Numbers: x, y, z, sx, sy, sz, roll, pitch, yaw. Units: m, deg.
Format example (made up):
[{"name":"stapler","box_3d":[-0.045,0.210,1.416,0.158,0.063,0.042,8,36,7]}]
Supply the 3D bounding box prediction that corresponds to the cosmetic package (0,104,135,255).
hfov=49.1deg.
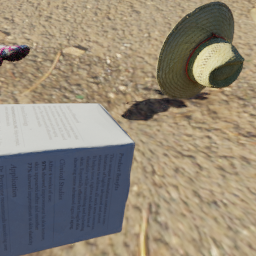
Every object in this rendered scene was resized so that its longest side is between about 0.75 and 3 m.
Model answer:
[{"name":"cosmetic package","box_3d":[-0.951,0.530,3.496,1.598,1.337,1.329,-3,26,-25]}]

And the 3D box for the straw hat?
[{"name":"straw hat","box_3d":[1.038,-0.773,3.370,1.363,1.363,0.577,-29,47,-22]}]

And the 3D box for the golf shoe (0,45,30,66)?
[{"name":"golf shoe","box_3d":[-3.274,-2.034,7.455,1.284,0.466,0.591,-26,79,-27]}]
